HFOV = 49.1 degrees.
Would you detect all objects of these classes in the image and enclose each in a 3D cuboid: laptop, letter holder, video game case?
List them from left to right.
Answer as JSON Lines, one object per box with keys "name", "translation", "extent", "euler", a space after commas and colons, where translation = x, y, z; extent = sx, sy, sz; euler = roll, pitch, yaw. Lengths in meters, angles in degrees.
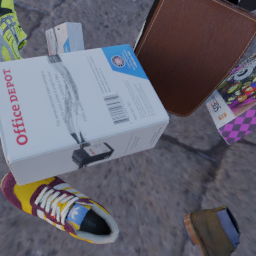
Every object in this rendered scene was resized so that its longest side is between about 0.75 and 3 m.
{"name": "letter holder", "translation": [1.134, -1.652, 5.642], "extent": [1.810, 2.547, 1.281], "euler": [22, 47, -8]}
{"name": "laptop", "translation": [2.690, -2.497, 6.188], "extent": [0.675, 1.307, 1.158], "euler": [25, 61, 21]}
{"name": "video game case", "translation": [2.707, -0.988, 5.393], "extent": [2.584, 2.342, 0.463], "euler": [-36, 105, 19]}

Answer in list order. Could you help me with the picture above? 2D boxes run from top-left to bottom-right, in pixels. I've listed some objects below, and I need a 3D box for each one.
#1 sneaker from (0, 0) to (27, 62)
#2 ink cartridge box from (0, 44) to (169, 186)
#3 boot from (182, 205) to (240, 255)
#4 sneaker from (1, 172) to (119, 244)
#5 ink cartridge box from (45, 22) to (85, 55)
{"name": "sneaker", "translation": [-2.547, -2.056, 6.037], "extent": [0.702, 0.693, 1.837], "euler": [1, 78, -20]}
{"name": "ink cartridge box", "translation": [-0.815, -0.298, 4.556], "extent": [2.355, 0.986, 1.708], "euler": [-14, 63, -20]}
{"name": "boot", "translation": [1.343, 1.661, 3.803], "extent": [0.636, 0.490, 1.312], "euler": [-33, 93, 25]}
{"name": "sneaker", "translation": [-1.034, 1.225, 4.486], "extent": [2.018, 0.909, 0.756], "euler": [30, 70, -15]}
{"name": "ink cartridge box", "translation": [-1.440, -1.845, 6.129], "extent": [0.382, 1.144, 0.663], "euler": [-16, 104, -40]}
